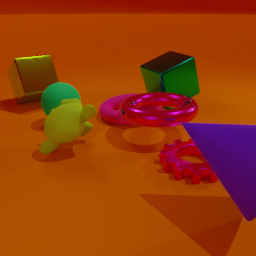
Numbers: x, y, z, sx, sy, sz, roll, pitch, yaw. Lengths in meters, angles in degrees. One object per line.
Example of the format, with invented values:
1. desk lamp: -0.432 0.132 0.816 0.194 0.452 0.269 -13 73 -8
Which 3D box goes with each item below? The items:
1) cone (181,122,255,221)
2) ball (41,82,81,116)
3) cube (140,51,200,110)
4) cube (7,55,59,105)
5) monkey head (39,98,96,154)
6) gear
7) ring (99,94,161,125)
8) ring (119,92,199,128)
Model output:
1. cone: 1.574 0.313 4.499 1.635 1.629 1.629 31 35 20
2. ball: -1.935 -0.751 8.123 1.126 1.126 1.126 0 24 0
3. cube: 1.456 -1.686 9.702 1.369 1.369 1.369 -29 34 -16
4. cube: -3.271 -1.661 9.695 1.245 1.245 1.245 -18 -1 -35
5. monkey head: -1.331 -0.032 6.643 1.701 1.224 1.025 -39 36 15
6. gear: 1.461 0.691 6.222 1.482 0.274 1.482 0 24 0
7. ring: 0.069 -0.634 8.845 1.953 0.391 1.953 -4 25 2
8. ring: 0.808 -0.529 7.417 2.085 0.417 2.085 -2 22 1
